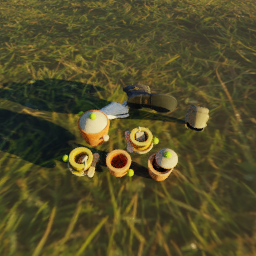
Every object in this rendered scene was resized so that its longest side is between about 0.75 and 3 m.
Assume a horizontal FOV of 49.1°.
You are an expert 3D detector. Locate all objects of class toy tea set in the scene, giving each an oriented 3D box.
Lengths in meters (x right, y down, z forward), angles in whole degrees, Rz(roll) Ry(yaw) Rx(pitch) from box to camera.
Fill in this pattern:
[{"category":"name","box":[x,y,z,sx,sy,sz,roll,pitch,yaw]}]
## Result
[{"category":"toy tea set","box":[-0.151,0.371,6.479,2.612,0.967,1.553,7,55,3]}]

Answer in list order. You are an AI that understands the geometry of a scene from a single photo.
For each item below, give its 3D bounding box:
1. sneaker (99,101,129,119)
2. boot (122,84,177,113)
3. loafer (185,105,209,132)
[{"category":"sneaker","box":[-0.524,-0.531,8.394,1.167,0.470,0.446,-10,19,-27]},{"category":"boot","box":[0.653,-1.055,8.896,1.663,0.576,1.448,5,26,-3]},{"category":"loafer","box":[1.815,-0.206,7.566,0.646,0.573,1.699,19,-2,18]}]
